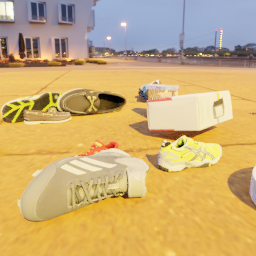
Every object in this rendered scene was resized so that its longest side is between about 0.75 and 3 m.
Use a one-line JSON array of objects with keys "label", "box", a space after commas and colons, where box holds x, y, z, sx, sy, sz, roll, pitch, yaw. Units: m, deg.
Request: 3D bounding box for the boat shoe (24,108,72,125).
[{"label": "boat shoe", "box": [-2.941, -0.469, 10.316, 1.698, 0.505, 0.610, -5, 16, -17]}]

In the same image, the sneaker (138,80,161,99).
[{"label": "sneaker", "box": [1.150, -1.848, 14.999, 1.255, 1.093, 2.790, -16, 8, 16]}]

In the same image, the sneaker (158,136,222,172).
[{"label": "sneaker", "box": [1.490, 0.522, 6.414, 1.754, 0.670, 0.661, -8, 16, -29]}]

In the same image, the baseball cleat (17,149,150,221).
[{"label": "baseball cleat", "box": [-0.476, 0.889, 4.706, 1.337, 0.876, 2.512, 11, 20, 32]}]

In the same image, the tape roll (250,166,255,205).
[{"label": "tape roll", "box": [3.341, 1.117, 4.668, 2.418, 0.442, 2.418, 0, 15, 0]}]

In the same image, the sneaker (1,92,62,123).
[{"label": "sneaker", "box": [-3.559, -0.919, 10.994, 2.760, 1.041, 1.055, -9, 18, -34]}]

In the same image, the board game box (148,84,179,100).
[{"label": "board game box", "box": [1.350, -1.006, 10.785, 1.034, 1.297, 0.628, 6, 16, 22]}]

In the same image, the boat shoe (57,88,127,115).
[{"label": "boat shoe", "box": [-1.395, -1.091, 11.497, 3.017, 1.075, 0.908, -11, 15, -41]}]

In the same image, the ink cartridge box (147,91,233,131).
[{"label": "ink cartridge box", "box": [1.932, -0.541, 8.609, 1.716, 0.995, 2.324, -2, 9, 40]}]

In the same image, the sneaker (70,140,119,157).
[{"label": "sneaker", "box": [-0.774, 0.552, 6.267, 1.385, 0.588, 0.533, -9, 23, -43]}]
